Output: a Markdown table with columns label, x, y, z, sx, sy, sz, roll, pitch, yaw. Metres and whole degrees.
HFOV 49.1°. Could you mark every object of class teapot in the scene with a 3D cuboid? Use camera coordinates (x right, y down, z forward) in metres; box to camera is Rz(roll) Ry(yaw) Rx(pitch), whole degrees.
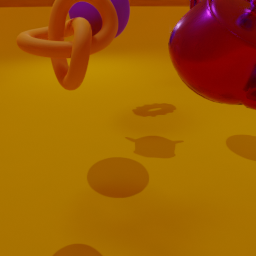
| label | x | y | z | sx | sy | sz | roll | pitch | yaw |
| --- | --- | --- | --- | --- | --- | --- | --- | --- | --- |
| teapot | 1.111 | -0.838 | 2.880 | 1.236 | 0.973 | 1.987 | -7 | 58 | -24 |

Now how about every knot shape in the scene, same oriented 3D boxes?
| label | x | y | z | sx | sy | sz | roll | pitch | yaw |
| --- | --- | --- | --- | --- | --- | --- | --- | --- | --- |
| knot shape | -0.705 | -1.027 | 3.395 | 1.269 | 0.586 | 1.187 | -21 | 64 | 14 |

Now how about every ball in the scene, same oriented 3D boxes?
| label | x | y | z | sx | sy | sz | roll | pitch | yaw |
| --- | --- | --- | --- | --- | --- | --- | --- | --- | --- |
| ball | -0.550 | -2.268 | 5.398 | 1.174 | 1.174 | 1.174 | 0 | 26 | 0 |
